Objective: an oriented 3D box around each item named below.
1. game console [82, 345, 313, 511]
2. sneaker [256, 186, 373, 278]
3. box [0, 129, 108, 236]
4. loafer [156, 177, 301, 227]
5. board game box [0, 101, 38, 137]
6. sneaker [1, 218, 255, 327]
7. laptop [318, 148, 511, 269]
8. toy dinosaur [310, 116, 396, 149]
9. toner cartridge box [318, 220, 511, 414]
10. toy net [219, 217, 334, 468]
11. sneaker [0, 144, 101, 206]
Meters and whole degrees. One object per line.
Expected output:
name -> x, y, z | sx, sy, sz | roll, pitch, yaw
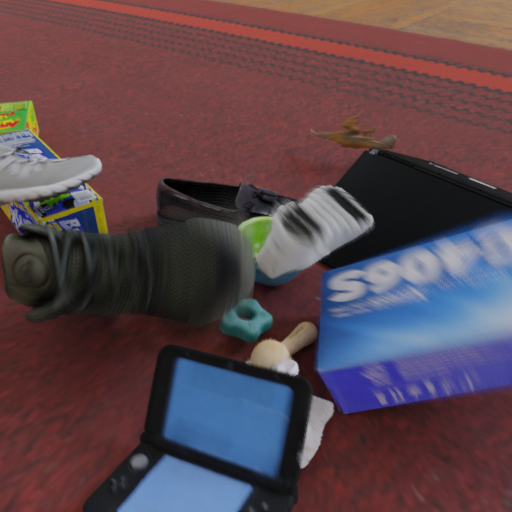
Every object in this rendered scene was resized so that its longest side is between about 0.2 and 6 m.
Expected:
game console -> -0.569, 1.841, 5.292 | 1.836, 1.069, 1.615 | 8, 28, 29
sneaker -> 0.785, -0.327, 7.493 | 0.837, 0.903, 2.228 | 47, 37, 18
box -> -3.597, -0.996, 9.339 | 1.029, 1.121, 3.200 | -23, 42, -29
loafer -> -0.445, -0.882, 9.460 | 2.556, 0.805, 0.919 | 2, 37, 2
board game box -> -6.282, -2.423, 11.575 | 3.214, 0.765, 1.633 | -9, 38, -12
sneaker -> -1.634, 0.226, 6.462 | 3.305, 1.263, 1.893 | 0, 2, 40
laptop -> 3.069, -0.407, 9.350 | 3.235, 1.885, 3.651 | 33, 22, 35
toy dinosaur -> 1.765, -2.344, 11.195 | 1.943, 1.032, 0.587 | 16, 84, 23
toner cartridge box -> 2.618, 0.512, 6.315 | 3.800, 0.820, 1.805 | -17, 33, 20
toy net -> -0.126, 0.788, 7.022 | 2.071, 0.762, 3.947 | 6, 35, -9
sneaker -> -3.285, -1.168, 7.631 | 2.265, 0.929, 0.846 | -13, 7, -17
